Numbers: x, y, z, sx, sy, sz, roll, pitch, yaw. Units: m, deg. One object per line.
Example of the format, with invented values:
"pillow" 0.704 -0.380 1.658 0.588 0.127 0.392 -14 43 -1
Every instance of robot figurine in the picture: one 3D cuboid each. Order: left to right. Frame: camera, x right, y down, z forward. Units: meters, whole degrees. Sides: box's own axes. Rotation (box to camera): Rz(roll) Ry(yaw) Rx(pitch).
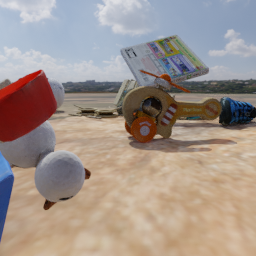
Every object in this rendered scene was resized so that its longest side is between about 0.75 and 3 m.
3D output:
"robot figurine" -4.806 -1.806 14.759 2.857 1.783 2.147 -1 13 -4

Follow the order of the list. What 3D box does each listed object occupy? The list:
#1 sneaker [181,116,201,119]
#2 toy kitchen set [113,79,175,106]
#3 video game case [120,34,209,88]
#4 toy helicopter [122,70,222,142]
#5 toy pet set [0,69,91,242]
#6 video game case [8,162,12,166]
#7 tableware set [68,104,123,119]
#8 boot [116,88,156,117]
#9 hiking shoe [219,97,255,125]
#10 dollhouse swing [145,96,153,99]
"sneaker" 2.288 -0.687 11.295 1.839 0.713 0.732 1 17 3
"toy kitchen set" 0.827 -1.479 15.151 2.175 1.599 2.715 25 -2 -22
"video game case" 1.358 -2.715 11.305 2.673 0.324 2.936 -17 46 -8
"toy helicopter" 1.140 -0.598 7.093 2.589 1.712 1.021 -2 9 -11
"toy pet set" -1.206 0.724 1.495 2.094 1.112 1.955 -38 25 -19
"video game case" -2.637 0.451 5.207 1.696 0.214 1.862 4 9 20
"tableware set" -1.392 -0.786 12.486 2.330 0.467 1.540 8 12 44
"boot" 0.743 -1.157 12.528 2.116 0.768 1.924 -2 43 33
"hiking shoe" 3.880 -0.623 9.794 1.110 0.952 2.560 4 9 30
"dollhouse swing" 1.176 -1.147 13.089 0.915 1.007 0.885 1 10 4
